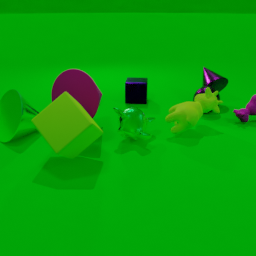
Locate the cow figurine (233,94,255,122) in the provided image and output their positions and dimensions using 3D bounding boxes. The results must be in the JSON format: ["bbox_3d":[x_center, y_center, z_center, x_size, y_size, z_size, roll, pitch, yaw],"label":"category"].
[{"bbox_3d":[3.865,-0.642,8.813,0.972,0.988,0.542,11,16,-17],"label":"cow figurine"}]

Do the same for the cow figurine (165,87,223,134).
[{"bbox_3d":[1.950,-0.504,8.145,1.530,0.853,1.554,-23,10,24],"label":"cow figurine"}]

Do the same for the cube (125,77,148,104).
[{"bbox_3d":[0.328,-1.434,10.708,0.823,0.823,0.823,2,25,5],"label":"cube"}]

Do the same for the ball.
[{"bbox_3d":[2.688,-0.978,9.595,0.906,0.906,0.906,0,25,0],"label":"ball"}]

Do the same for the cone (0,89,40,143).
[{"bbox_3d":[-2.829,-0.233,8.231,1.485,1.485,1.491,23,7,41],"label":"cone"}]

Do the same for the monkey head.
[{"bbox_3d":[0.239,-0.117,7.548,1.444,0.870,1.039,11,-1,-37],"label":"monkey head"}]

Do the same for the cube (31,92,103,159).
[{"bbox_3d":[-1.354,-0.020,6.455,1.013,1.013,1.013,-41,75,-1],"label":"cube"}]

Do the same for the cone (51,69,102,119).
[{"bbox_3d":[-1.112,-0.916,8.031,1.503,1.503,1.509,11,14,22],"label":"cone"}]

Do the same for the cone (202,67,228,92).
[{"bbox_3d":[3.004,-1.894,10.358,1.010,1.010,1.014,-9,61,-20],"label":"cone"}]
